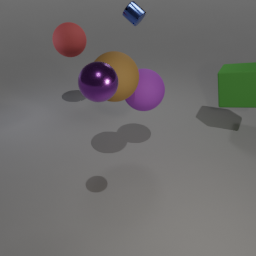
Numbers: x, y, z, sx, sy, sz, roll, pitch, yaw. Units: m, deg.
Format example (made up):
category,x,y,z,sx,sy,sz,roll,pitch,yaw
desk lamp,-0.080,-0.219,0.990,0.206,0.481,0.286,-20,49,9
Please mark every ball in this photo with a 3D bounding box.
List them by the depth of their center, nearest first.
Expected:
category,x,y,z,sx,sy,sz,roll,pitch,yaw
ball,-0.516,-0.798,4.869,0.700,0.700,0.700,0,30,0
ball,-0.385,-1.437,7.887,1.400,1.400,1.400,0,30,0
ball,0.521,-1.260,9.304,1.400,1.400,1.400,0,30,0
ball,-2.443,-3.687,11.735,1.400,1.400,1.400,0,30,0

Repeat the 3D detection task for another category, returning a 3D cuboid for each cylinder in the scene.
category,x,y,z,sx,sy,sz,roll,pitch,yaw
cylinder,0.253,-4.668,11.448,0.700,0.700,0.700,41,37,-2

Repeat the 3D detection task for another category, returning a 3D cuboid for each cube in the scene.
category,x,y,z,sx,sy,sz,roll,pitch,yaw
cube,4.333,-1.676,10.880,1.400,1.400,1.400,3,26,27
